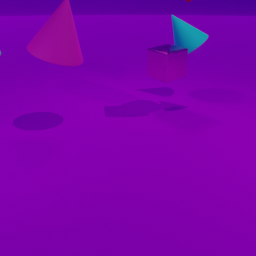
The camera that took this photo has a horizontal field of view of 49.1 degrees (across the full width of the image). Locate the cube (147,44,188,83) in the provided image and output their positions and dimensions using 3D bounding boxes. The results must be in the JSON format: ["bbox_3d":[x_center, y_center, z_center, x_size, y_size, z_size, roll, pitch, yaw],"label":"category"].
[{"bbox_3d":[1.265,-2.108,9.059,0.931,0.931,0.931,-22,35,-31],"label":"cube"}]

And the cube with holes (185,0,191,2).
[{"bbox_3d":[1.648,-3.897,6.950,0.959,0.959,0.959,-25,32,10],"label":"cube with holes"}]

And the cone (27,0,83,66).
[{"bbox_3d":[-1.692,-2.563,7.104,1.478,1.484,1.478,16,29,-9],"label":"cone"}]

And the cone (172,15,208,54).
[{"bbox_3d":[1.977,-3.544,10.251,1.369,1.375,1.369,-34,18,13],"label":"cone"}]
